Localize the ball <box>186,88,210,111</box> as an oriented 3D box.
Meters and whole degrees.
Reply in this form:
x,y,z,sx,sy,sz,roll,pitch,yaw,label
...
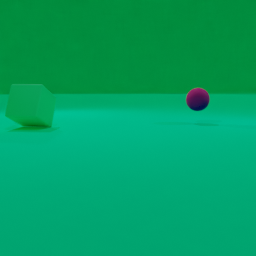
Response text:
x,y,z,sx,sy,sz,roll,pitch,yaw,label
2.324,-0.946,9.329,0.772,0.772,0.772,0,8,0,ball

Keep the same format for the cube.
x,y,z,sx,sy,sz,roll,pitch,yaw,label
-2.804,-0.633,8.182,0.975,0.975,0.975,1,-16,11,cube
